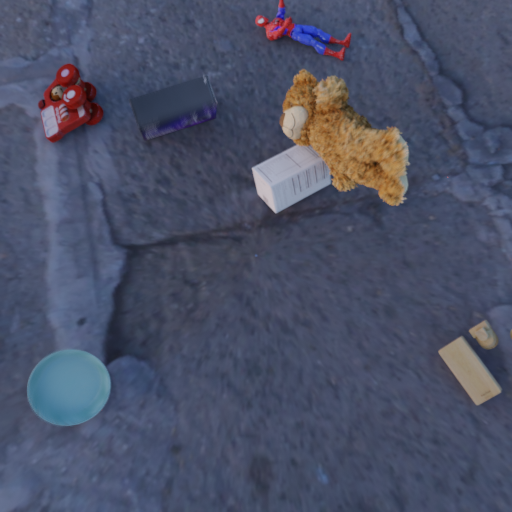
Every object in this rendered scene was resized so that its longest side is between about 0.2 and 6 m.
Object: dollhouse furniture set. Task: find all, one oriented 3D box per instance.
[{"bbox_3d":[4.290,1.788,9.815,1.430,1.166,1.360,-40,72,21],"label":"dollhouse furniture set"}]

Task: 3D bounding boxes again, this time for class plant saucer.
[{"bbox_3d":[-3.080,2.145,9.266,1.299,0.234,1.299,-3,99,-17],"label":"plant saucer"}]

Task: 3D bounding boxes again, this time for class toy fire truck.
[{"bbox_3d":[-4.078,-3.260,11.935,1.249,0.834,1.487,-26,66,8],"label":"toy fire truck"}]

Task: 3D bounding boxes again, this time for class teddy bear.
[{"bbox_3d":[1.470,-2.020,9.824,1.031,2.239,3.089,-41,75,-7],"label":"teddy bear"}]

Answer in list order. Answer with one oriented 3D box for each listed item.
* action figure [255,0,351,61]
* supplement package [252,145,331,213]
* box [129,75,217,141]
[{"bbox_3d":[1.027,-5.266,12.679,2.235,1.106,0.729,18,66,11],"label":"action figure"},{"bbox_3d":[0.712,-1.573,11.037,1.325,0.726,0.754,-28,50,-12],"label":"supplement package"},{"bbox_3d":[-1.665,-2.991,11.440,1.624,1.146,0.640,-19,88,-5],"label":"box"}]
